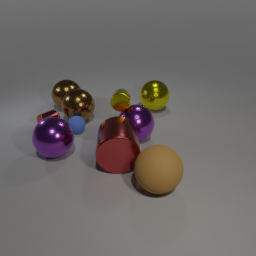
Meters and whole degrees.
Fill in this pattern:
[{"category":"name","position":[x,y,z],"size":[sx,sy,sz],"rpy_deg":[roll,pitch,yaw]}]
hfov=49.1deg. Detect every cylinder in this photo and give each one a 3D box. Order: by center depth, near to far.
[{"category":"cylinder","position":[-0.325,0.528,9.193],"size":[1.400,1.400,1.400],"rpy_deg":[-1,29,-2]},{"category":"cylinder","position":[-0.265,-1.027,10.254],"size":[0.700,0.700,0.700],"rpy_deg":[1,21,2]},{"category":"cylinder","position":[-3.241,-0.323,11.483],"size":[0.700,0.700,0.700],"rpy_deg":[22,35,34]}]

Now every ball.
[{"category":"ball","position":[0.880,1.173,8.024],"size":[1.400,1.400,1.400],"rpy_deg":[0,29,0]},{"category":"ball","position":[-2.551,0.322,9.582],"size":[1.400,1.400,1.400],"rpy_deg":[0,29,0]},{"category":"ball","position":[0.296,-0.187,10.542],"size":[1.400,1.400,1.400],"rpy_deg":[0,29,0]},{"category":"ball","position":[-2.045,-0.135,11.147],"size":[0.700,0.700,0.700],"rpy_deg":[0,29,0]},{"category":"ball","position":[-2.105,-0.961,11.890],"size":[1.400,1.400,1.400],"rpy_deg":[0,29,0]},{"category":"ball","position":[1.216,-1.498,12.876],"size":[1.400,1.400,1.400],"rpy_deg":[0,29,0]},{"category":"ball","position":[-2.828,-1.544,12.998],"size":[1.400,1.400,1.400],"rpy_deg":[0,29,0]}]
